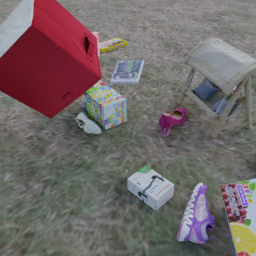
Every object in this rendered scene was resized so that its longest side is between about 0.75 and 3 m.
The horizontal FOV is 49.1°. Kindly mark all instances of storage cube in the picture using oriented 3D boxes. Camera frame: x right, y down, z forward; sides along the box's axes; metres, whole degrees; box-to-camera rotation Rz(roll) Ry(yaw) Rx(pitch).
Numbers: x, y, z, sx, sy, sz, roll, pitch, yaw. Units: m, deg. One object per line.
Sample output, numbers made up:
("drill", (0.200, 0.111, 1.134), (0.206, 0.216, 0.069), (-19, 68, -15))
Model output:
("storage cube", (-2.698, -2.294, 8.969), (2.851, 2.562, 2.437), (-32, 46, 24))

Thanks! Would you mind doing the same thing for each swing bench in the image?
("swing bench", (3.397, -1.606, 10.600), (1.771, 2.729, 2.715), (-14, 39, -17))

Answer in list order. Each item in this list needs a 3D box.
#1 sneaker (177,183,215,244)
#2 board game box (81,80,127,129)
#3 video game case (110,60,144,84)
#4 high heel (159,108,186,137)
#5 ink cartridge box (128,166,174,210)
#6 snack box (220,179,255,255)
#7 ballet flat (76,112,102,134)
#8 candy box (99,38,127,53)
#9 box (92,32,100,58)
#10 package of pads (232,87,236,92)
("sneaker", (1.854, 2.225, 7.208), (0.782, 0.711, 1.769), (19, 44, 14))
("board game box", (-0.992, -0.975, 11.163), (1.014, 1.032, 1.968), (-22, 41, -26))
("video game case", (-0.017, -1.631, 8.099), (0.810, 0.104, 0.891), (3, 55, 19))
("high heel", (1.741, -0.528, 10.641), (0.659, 0.939, 1.957), (25, 43, 30))
("ink cartridge box", (0.650, 1.692, 8.030), (1.118, 0.464, 0.819), (31, 46, 35))
("snack box", (3.530, 2.341, 6.150), (2.365, 0.949, 2.805), (-15, 35, 16))
("ballet flat", (-1.524, -0.097, 10.523), (0.533, 0.533, 1.536), (-21, 37, -26))
("candy box", (-1.119, -5.205, 17.550), (2.014, 0.266, 1.029), (-27, 42, -32))
("box", (-3.033, -4.534, 15.676), (2.757, 1.415, 1.305), (3, 36, 3))
("package of pads", (4.570, -1.836, 12.830), (0.706, 0.444, 1.172), (12, 38, 12))
